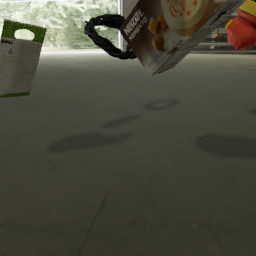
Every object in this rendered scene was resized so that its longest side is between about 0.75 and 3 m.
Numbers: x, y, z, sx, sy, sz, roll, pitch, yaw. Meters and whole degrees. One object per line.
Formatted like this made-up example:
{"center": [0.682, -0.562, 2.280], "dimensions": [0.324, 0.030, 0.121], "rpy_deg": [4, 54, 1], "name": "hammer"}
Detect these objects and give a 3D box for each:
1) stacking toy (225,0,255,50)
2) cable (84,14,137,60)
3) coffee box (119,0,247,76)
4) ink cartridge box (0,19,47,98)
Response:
{"center": [2.707, -2.909, 7.370], "dimensions": [2.230, 1.041, 2.464], "rpy_deg": [35, 31, 18], "name": "stacking toy"}
{"center": [-0.480, -2.879, 8.924], "dimensions": [2.068, 1.687, 0.525], "rpy_deg": [-17, -12, -42], "name": "cable"}
{"center": [0.807, -1.849, 4.525], "dimensions": [0.760, 1.090, 1.907], "rpy_deg": [-29, -5, -37], "name": "coffee box"}
{"center": [-2.355, -1.408, 5.554], "dimensions": [0.581, 1.534, 1.134], "rpy_deg": [30, 21, 18], "name": "ink cartridge box"}
